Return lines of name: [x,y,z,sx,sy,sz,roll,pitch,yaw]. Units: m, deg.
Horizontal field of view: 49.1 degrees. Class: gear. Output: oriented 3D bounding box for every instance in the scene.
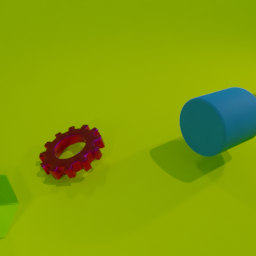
gear: [-1.345,0.535,6.740,1.556,0.288,1.556,-13,38,10]

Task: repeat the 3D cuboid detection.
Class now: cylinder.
cylinder: [2.135,-0.167,6.505,1.350,1.350,1.350,-17,42,-30]

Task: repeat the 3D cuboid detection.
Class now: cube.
cube: [-2.699,1.468,5.220,0.866,0.866,0.866,9,25,-44]
